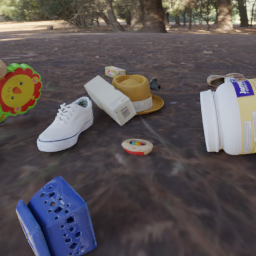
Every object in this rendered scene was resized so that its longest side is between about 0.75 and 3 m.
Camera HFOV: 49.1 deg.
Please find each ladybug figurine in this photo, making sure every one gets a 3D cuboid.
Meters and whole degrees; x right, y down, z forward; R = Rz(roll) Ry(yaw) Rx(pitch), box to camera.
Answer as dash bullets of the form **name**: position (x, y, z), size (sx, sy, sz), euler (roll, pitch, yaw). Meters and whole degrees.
- **ladybug figurine**: position (0.240, 0.516, 7.426), size (0.843, 0.303, 0.573), euler (7, 24, 17)

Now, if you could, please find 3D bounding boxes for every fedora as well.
- **fedora**: position (0.095, -1.400, 10.871), size (2.831, 1.155, 2.831), euler (0, 22, 0)

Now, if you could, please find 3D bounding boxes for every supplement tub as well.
- **supplement tub**: position (3.255, -0.314, 7.079), size (2.593, 1.886, 1.886), euler (-7, 21, 12)

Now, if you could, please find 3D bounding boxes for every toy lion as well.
- **toy lion**: position (-3.873, -1.054, 8.711), size (0.809, 2.355, 2.258), euler (34, -3, 32)

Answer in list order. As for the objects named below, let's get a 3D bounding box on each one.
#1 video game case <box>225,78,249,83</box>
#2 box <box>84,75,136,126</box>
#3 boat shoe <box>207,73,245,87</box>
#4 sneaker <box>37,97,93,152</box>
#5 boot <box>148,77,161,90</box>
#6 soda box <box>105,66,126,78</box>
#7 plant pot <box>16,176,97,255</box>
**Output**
- **video game case**: position (4.942, -1.347, 9.739), size (2.870, 0.259, 2.055), euler (6, 24, 14)
- **box**: position (-0.638, -0.976, 9.562), size (0.692, 0.831, 2.024), euler (-38, 48, -10)
- **boat shoe**: position (4.781, -2.252, 13.616), size (1.771, 0.671, 0.636), euler (-4, 25, 14)
- **sneaker**: position (-1.823, -0.215, 8.242), size (1.015, 0.984, 2.780), euler (3, 22, 12)
- **boot**: position (1.371, -2.127, 13.662), size (0.708, 0.396, 1.024), euler (18, 42, 26)
- **soda box**: position (-0.726, -3.123, 15.791), size (0.502, 0.475, 1.483), euler (-14, 27, -29)
- **plant pot**: position (-1.145, 1.489, 4.371), size (0.867, 0.964, 0.964), euler (-24, 32, -29)
